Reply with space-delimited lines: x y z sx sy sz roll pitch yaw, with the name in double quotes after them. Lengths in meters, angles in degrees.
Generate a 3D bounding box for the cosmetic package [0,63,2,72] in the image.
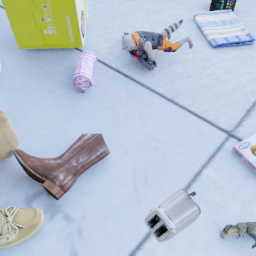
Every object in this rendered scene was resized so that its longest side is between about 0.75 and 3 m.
-5.485 -2.229 9.790 1.825 0.676 0.928 -17 51 -12 "cosmetic package"

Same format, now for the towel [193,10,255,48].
3.963 -4.208 11.711 1.846 0.299 2.513 -8 50 -6 "towel"

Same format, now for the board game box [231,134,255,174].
3.654 0.707 7.547 1.179 0.243 1.176 -25 54 -20 "board game box"

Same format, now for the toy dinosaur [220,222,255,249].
2.782 2.302 6.158 1.415 0.336 0.623 -8 43 -11 "toy dinosaur"

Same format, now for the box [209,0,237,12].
4.355 -5.762 12.783 1.091 0.678 0.811 12 51 11 "box"

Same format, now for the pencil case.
-1.450 -1.974 9.553 0.682 0.670 1.596 -2 49 3 "pencil case"

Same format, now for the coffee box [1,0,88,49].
-2.910 -4.660 10.341 2.505 2.501 2.477 -1 51 0 "coffee box"

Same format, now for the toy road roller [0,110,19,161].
-3.925 0.918 6.499 2.801 1.721 2.045 -21 67 -15 "toy road roller"

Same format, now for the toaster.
0.760 1.529 4.863 0.699 1.082 0.615 -25 67 -32 "toaster"

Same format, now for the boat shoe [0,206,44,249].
-2.941 2.153 6.026 2.149 0.676 0.784 -11 50 -9 "boat shoe"

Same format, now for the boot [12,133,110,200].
-1.694 0.616 7.353 1.870 0.644 2.006 38 62 13 "boot"

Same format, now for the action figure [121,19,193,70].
0.777 -3.358 10.371 2.465 1.333 2.548 -17 51 -25 "action figure"
